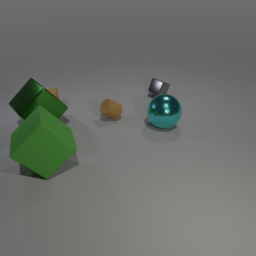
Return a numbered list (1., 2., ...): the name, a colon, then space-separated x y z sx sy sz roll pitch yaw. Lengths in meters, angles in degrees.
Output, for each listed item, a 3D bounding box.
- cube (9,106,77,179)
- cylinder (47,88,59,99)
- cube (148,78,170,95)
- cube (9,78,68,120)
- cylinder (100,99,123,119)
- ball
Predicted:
1. cube: -2.663 0.431 8.797 1.400 1.400 1.400 -44 33 6
2. cylinder: -3.696 -1.504 13.347 0.700 0.700 0.700 -12 32 -6
3. cube: 1.556 -2.028 14.081 0.700 0.700 0.700 30 16 36
4. cube: -3.555 -0.879 11.125 1.400 1.400 1.400 -51 46 -5
5. cylinder: -0.711 -0.806 11.886 0.700 0.700 0.700 22 12 -41
6. ball: 1.464 -0.667 11.290 1.400 1.400 1.400 0 30 0
